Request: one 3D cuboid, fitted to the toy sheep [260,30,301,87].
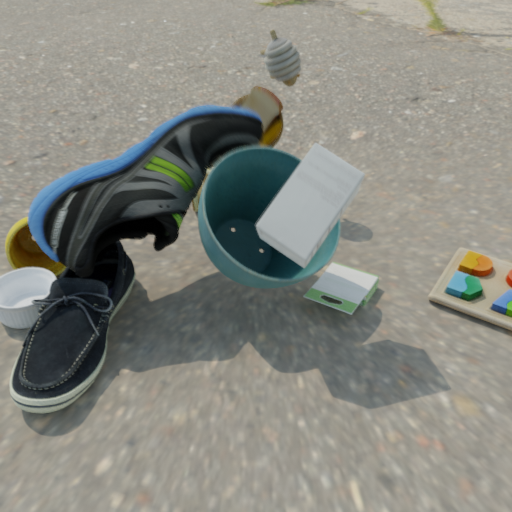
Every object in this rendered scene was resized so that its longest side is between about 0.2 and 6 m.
[{"bbox_3d":[0.414,-3.237,9.218,0.663,0.962,0.663,-22,33,15],"label":"toy sheep"}]

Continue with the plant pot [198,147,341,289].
[{"bbox_3d":[0.014,-0.354,7.820,1.938,1.305,1.938,8,66,-19],"label":"plant pot"}]

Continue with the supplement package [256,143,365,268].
[{"bbox_3d":[0.638,-0.572,6.666,0.714,0.717,1.222,35,85,8],"label":"supplement package"}]

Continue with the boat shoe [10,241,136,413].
[{"bbox_3d":[-2.357,0.745,7.329,1.093,0.912,2.930,7,37,6],"label":"boat shoe"}]

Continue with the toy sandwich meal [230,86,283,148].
[{"bbox_3d":[-0.036,-2.283,9.555,1.157,1.157,0.396,8,7,12],"label":"toy sandwich meal"}]

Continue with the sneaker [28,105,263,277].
[{"bbox_3d":[-1.277,-0.884,7.654,3.470,1.230,1.438,-35,80,-21],"label":"sneaker"}]

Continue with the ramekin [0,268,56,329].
[{"bbox_3d":[-3.253,0.606,7.913,0.922,0.449,0.922,0,36,0],"label":"ramekin"}]

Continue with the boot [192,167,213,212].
[{"bbox_3d":[-0.452,-1.430,10.642,1.458,0.679,1.885,4,34,4],"label":"boot"}]

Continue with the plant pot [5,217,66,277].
[{"bbox_3d":[-3.399,-0.208,8.743,0.975,0.975,0.918,-16,22,-22],"label":"plant pot"}]

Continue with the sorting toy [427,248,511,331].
[{"bbox_3d":[3.525,0.437,8.289,1.496,0.295,1.617,21,40,28],"label":"sorting toy"}]

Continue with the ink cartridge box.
[{"bbox_3d":[1.248,0.527,8.194,0.772,0.254,1.060,19,39,25],"label":"ink cartridge box"}]
